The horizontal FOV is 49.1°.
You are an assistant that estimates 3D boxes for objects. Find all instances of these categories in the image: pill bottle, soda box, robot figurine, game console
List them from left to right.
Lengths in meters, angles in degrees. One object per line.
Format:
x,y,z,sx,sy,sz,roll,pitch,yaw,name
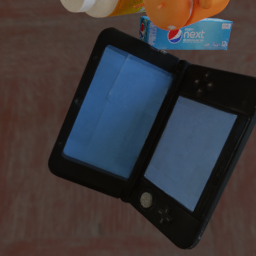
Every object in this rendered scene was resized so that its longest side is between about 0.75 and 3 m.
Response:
-0.312,-2.504,4.946,1.778,0.987,0.987,-28,84,-42,pill bottle
0.299,0.086,4.520,1.641,2.480,2.820,17,98,-41,game console
1.145,-1.939,5.722,1.771,0.601,0.568,-3,118,-12,soda box
0.960,-2.211,4.570,1.727,1.007,1.243,-28,78,-20,robot figurine
